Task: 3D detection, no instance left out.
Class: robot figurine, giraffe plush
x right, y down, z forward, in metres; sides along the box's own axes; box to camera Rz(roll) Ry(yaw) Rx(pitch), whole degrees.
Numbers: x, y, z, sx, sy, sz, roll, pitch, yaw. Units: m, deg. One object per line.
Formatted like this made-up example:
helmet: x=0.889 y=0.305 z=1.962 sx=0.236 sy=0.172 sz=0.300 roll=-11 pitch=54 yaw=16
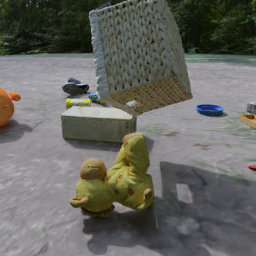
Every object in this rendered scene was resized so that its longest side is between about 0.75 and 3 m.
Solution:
robot figurine: x=-5.761 y=-0.932 z=11.876 sx=1.967 sy=1.595 sz=2.735 roll=11 pitch=10 yaw=-33
giraffe plush: x=-0.342 y=1.216 z=6.180 sx=1.725 sy=1.836 sz=2.127 roll=-9 pitch=54 yaw=5

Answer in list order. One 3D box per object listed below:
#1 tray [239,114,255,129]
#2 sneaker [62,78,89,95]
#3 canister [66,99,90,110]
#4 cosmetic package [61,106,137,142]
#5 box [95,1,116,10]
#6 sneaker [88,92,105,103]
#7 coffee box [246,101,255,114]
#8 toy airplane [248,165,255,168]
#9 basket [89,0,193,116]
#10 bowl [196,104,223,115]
tray: x=5.416 y=-0.278 z=11.968 sx=0.681 sy=0.256 sz=1.380 roll=-2 pitch=20 yaw=-6
sneaker: x=-3.677 y=-2.700 z=17.898 sx=1.437 sy=0.756 sz=1.988 roll=28 pitch=23 yaw=34
canister: x=-2.498 y=-1.182 z=14.160 sx=1.182 sy=0.512 sz=0.878 roll=-1 pitch=19 yaw=-8
cosmetic package: x=-1.041 y=-0.169 z=10.597 sx=2.614 sy=0.955 sz=1.353 roll=4 pitch=20 yaw=9
box: x=-0.798 y=-4.100 z=10.393 sx=0.833 sy=0.827 sz=0.514 roll=-7 pitch=-14 yaw=37
sneaker: x=-1.747 y=-1.660 z=15.588 sx=0.858 sy=0.618 sz=1.633 roll=-16 pitch=15 yaw=-4
coffee box: x=6.388 y=-0.904 z=13.407 sx=0.660 sy=0.466 sz=1.169 roll=-9 pitch=21 yaw=-25
toy airplane: x=4.005 y=1.198 z=7.738 sx=1.374 sy=0.253 sz=1.374 roll=-1 pitch=18 yaw=0
basket: x=0.467 y=-1.946 z=8.137 sx=2.124 sy=2.641 sz=2.617 roll=-12 pitch=-13 yaw=20
bowl: x=3.985 y=-0.889 z=13.699 sx=1.291 sy=0.253 sz=1.291 roll=0 pitch=19 yaw=0
